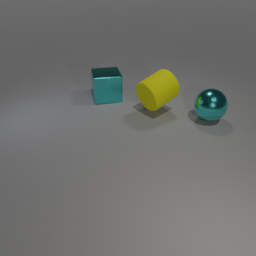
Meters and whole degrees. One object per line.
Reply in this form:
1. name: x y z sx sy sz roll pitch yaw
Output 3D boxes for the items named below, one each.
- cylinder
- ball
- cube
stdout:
1. cylinder: 1.314 -1.688 12.439 1.400 1.400 1.400 -34 44 -22
2. ball: 3.549 -0.990 12.012 1.400 1.400 1.400 0 32 0
3. cube: -1.082 -2.162 14.153 1.400 1.400 1.400 -6 32 -10
